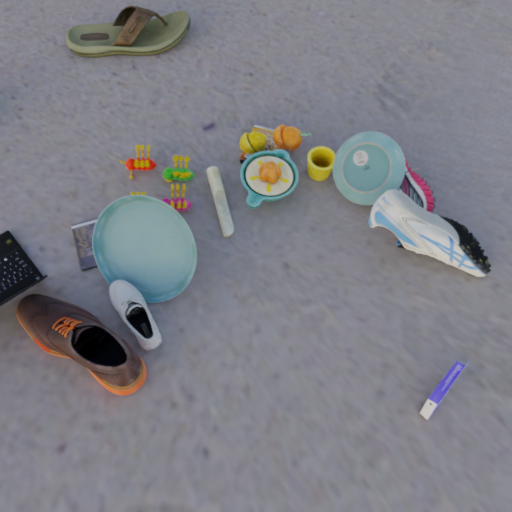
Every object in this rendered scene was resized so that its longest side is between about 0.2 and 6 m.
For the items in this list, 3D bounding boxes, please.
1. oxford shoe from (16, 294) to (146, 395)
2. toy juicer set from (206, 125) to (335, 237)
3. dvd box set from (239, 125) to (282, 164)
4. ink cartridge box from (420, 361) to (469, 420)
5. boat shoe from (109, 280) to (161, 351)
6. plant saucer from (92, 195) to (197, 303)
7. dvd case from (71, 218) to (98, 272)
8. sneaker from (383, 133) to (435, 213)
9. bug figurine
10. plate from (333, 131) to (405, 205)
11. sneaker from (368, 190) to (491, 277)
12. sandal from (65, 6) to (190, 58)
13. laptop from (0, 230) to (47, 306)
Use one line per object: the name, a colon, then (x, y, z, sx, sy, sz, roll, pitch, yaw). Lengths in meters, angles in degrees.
oxford shoe: (-3.218, 1.351, 10.073, 2.903, 1.053, 1.033, 26, 60, 16)
toy juicer set: (0.070, -1.976, 12.334, 3.097, 0.843, 1.970, -31, 69, -17)
dvd box set: (0.182, -2.551, 13.210, 0.862, 0.173, 1.179, 16, 58, 9)
ink cartridge box: (3.197, 2.247, 9.547, 0.205, 0.943, 0.934, 36, 63, 21)
boat shoe: (-2.314, 1.040, 10.540, 0.579, 0.529, 1.610, -25, 65, -15)
plant saucer: (-2.112, -0.141, 10.746, 2.135, 2.135, 0.292, 14, 20, 9)
dvd case: (-3.332, -0.297, 11.755, 0.902, 0.097, 1.213, -17, 58, -11)
sneaker: (2.873, -1.773, 12.227, 0.894, 0.965, 2.394, -24, 60, -13)
bug figurine: (-2.215, -1.497, 12.283, 1.665, 0.552, 2.147, 2, 52, -6)
plate: (2.345, -1.854, 11.836, 1.559, 0.199, 1.559, 2, 95, 25)
sneaker: (3.497, -0.351, 11.289, 2.666, 0.966, 0.958, 32, 39, -3)
sandal: (-3.452, -6.133, 15.117, 3.411, 0.973, 1.355, -10, 57, -7)
laptop: (-5.275, 0.489, 10.540, 2.147, 1.251, 2.423, -35, 63, -22)
